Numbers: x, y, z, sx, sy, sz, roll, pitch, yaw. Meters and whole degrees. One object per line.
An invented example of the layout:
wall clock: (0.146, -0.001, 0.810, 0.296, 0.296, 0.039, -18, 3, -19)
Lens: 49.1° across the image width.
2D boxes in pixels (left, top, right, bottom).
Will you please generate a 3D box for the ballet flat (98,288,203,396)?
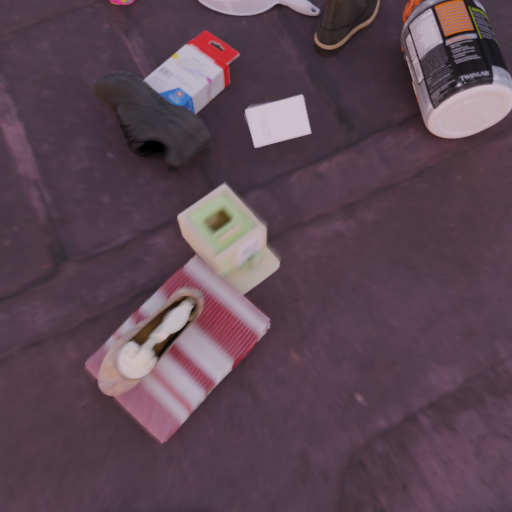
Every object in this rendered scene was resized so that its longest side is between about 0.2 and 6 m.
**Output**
ballet flat: (-1.592, 1.278, 8.510, 0.716, 0.707, 2.102, 43, 76, -13)

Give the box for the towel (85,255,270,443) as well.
towel: (-1.241, 1.433, 9.042, 1.829, 0.289, 2.539, 40, 76, 16)

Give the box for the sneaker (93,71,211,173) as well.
sneaker: (-2.141, -2.508, 10.439, 2.597, 0.986, 1.179, 32, 72, 17)

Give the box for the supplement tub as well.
supplement tub: (3.719, -3.739, 10.630, 1.629, 1.629, 2.658, -6, 67, -3)

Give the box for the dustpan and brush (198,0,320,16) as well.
dustpan and brush: (0.176, -5.775, 12.105, 2.559, 0.732, 1.786, 23, 78, 16)

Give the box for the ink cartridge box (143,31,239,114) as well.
ink cartridge box: (-1.240, -3.548, 11.101, 1.018, 0.589, 1.752, 39, 72, 16)

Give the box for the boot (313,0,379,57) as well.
boot: (2.008, -5.308, 11.347, 0.862, 1.540, 2.226, 27, 69, 11)

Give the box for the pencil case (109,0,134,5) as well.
pencil case: (-2.965, -6.272, 12.227, 0.729, 0.729, 1.650, -10, 67, -4)

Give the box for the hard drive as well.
hard drive: (0.392, -2.383, 9.935, 1.034, 0.136, 0.682, -13, 105, 7)

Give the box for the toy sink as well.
toy sink: (-0.437, -0.258, 9.528, 1.025, 0.881, 1.572, -36, 71, -14)
